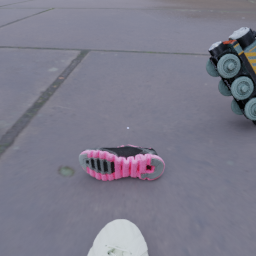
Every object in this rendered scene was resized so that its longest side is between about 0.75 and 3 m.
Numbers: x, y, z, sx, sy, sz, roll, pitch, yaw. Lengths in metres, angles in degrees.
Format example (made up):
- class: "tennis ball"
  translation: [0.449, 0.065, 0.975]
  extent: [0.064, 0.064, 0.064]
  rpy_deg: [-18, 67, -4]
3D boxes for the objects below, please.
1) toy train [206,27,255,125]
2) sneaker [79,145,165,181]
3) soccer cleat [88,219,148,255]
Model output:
- class: "toy train"
  translation: [3.236, -1.359, 7.503]
  extent: [1.484, 2.605, 1.110]
  rpy_deg: [-37, 13, 2]
- class: "sneaker"
  translation: [-0.144, 0.662, 6.140]
  extent: [1.814, 0.717, 0.865]
  rpy_deg: [6, 27, -5]
- class: "soccer cleat"
  translation: [-0.314, 2.074, 3.325]
  extent: [0.947, 1.060, 2.734]
  rpy_deg: [-2, 31, 16]
